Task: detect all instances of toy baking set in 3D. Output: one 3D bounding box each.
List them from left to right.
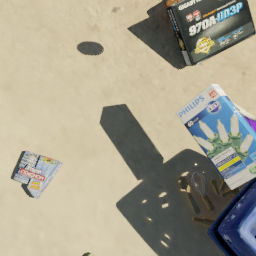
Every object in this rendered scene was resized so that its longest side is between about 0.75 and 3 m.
[{"bbox_3d":[2.508,2.194,8.545,2.111,0.246,1.620,8,68,-4],"label":"toy baking set"}]

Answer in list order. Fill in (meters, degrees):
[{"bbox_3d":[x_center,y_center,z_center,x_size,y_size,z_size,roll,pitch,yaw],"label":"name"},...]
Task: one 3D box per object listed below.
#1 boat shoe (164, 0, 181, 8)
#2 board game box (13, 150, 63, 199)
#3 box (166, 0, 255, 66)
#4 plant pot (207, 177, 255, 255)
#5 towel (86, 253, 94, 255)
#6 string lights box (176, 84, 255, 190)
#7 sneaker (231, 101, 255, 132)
[{"bbox_3d":[2.525,-4.941,10.047,2.929,1.109,1.052,-41,92,-12],"label":"boat shoe"},{"bbox_3d":[-2.867,1.467,8.652,1.286,0.397,1.285,17,74,5],"label":"board game box"},{"bbox_3d":[2.847,-3.600,9.486,2.633,0.606,2.093,-27,108,-7],"label":"box"},{"bbox_3d":[3.950,2.657,7.037,2.900,2.608,2.900,-40,79,-19],"label":"plant pot"},{"bbox_3d":[-1.212,4.192,7.982,1.020,0.186,0.757,-42,79,-11],"label":"towel"},{"bbox_3d":[2.308,0.174,6.711,1.159,0.665,2.255,-41,76,28],"label":"string lights box"},{"bbox_3d":[3.667,0.049,8.925,2.123,0.738,1.056,34,78,16],"label":"sneaker"}]
